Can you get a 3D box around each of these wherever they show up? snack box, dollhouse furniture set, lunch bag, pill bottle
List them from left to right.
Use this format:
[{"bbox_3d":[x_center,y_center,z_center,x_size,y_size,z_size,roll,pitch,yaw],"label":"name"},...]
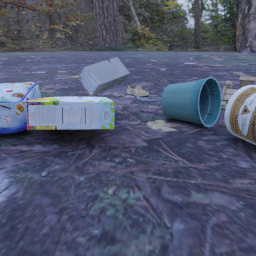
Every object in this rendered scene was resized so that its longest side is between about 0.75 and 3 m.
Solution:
[{"bbox_3d":[-3.946,-0.658,8.478,2.325,1.096,2.902,-5,19,-3],"label":"lunch bag"},{"bbox_3d":[-1.525,-0.489,7.941,2.062,0.768,2.900,0,8,-9],"label":"snack box"},{"bbox_3d":[4.668,-1.043,11.043,1.795,1.027,2.104,8,44,26],"label":"dollhouse furniture set"},{"bbox_3d":[3.579,-0.093,6.431,1.439,1.439,2.516,-7,20,-20],"label":"pill bottle"}]

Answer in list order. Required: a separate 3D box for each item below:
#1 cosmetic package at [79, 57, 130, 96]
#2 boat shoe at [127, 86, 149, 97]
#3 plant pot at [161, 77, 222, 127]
[{"bbox_3d":[-0.794,-1.758,9.444,1.527,0.816,0.689,-31,-10,-42],"label":"cosmetic package"},{"bbox_3d":[0.441,-1.715,12.889,0.451,0.406,1.250,-17,25,-41],"label":"boat shoe"},{"bbox_3d":[1.943,-0.833,8.850,1.476,1.507,1.507,7,18,43],"label":"plant pot"}]
